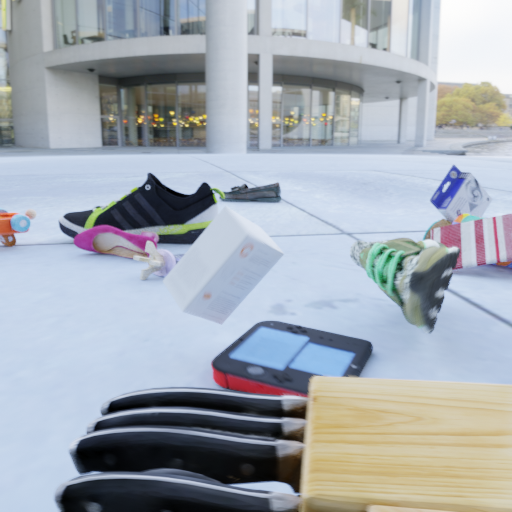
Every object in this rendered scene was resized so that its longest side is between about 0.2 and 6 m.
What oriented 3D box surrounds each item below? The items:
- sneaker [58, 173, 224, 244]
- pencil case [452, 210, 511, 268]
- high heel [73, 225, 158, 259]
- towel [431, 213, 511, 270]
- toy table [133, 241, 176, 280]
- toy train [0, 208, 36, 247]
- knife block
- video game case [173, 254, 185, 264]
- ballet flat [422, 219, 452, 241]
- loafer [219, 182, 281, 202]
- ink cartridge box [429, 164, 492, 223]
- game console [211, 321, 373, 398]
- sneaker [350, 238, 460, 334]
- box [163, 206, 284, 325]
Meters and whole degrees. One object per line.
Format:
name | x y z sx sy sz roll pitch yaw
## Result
sneaker | -2.413 -1.058 11.926 3.495 1.447 1.253 0 13 -1
pencil case | 4.369 -0.244 9.707 0.912 0.912 2.063 -11 19 -38
high heel | -2.649 -0.164 10.389 1.635 0.551 0.784 4 26 -1
towel | 3.679 -0.201 9.395 1.453 0.165 1.047 -11 41 28
toy table | -1.652 0.101 9.029 0.679 0.624 0.398 -4 -10 43
toy train | -6.139 -0.599 11.544 3.035 0.844 2.280 13 17 34
knife block | 0.758 1.238 2.924 3.197 1.023 2.806 -11 18 -37
video game case | -0.838 0.062 10.080 1.269 0.120 0.906 -7 15 -24
ballet flat | 3.829 -0.401 11.380 0.619 0.581 1.712 24 17 20
loafer | -0.194 -2.095 18.178 2.063 0.649 0.741 2 13 11
ink cartridge box | 4.471 -1.211 12.168 1.201 1.204 0.244 -53 15 -20
game console | 0.391 1.031 5.650 1.331 0.234 1.505 5 14 22
sneaker | 1.648 0.206 6.684 1.168 1.013 2.635 16 5 11
box | -0.347 0.121 5.925 0.662 1.065 0.519 28 17 -50
